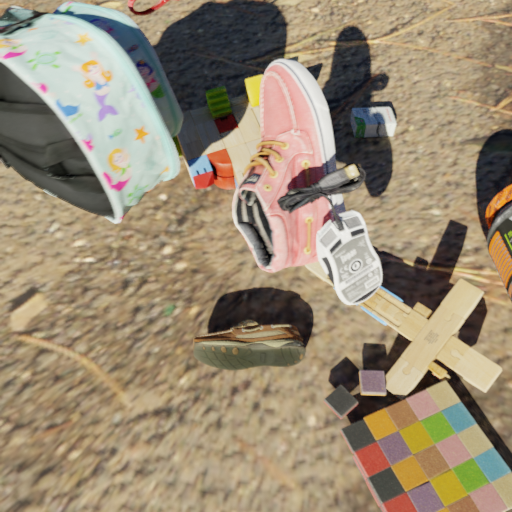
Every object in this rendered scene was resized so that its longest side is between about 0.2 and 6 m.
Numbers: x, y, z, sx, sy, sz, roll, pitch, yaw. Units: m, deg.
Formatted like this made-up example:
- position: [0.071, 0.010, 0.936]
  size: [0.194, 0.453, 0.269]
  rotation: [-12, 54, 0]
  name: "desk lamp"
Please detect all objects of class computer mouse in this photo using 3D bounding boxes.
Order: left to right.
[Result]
- position: [1.065, -0.201, 7.277]
  size: [1.136, 2.072, 0.455]
  rotation: [-31, 36, -10]
  name: "computer mouse"

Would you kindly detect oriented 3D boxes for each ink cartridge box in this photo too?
- position: [2.732, -3.133, 13.130]
  size: [0.930, 0.386, 0.681]
  rotation: [-3, 50, -2]
  name: "ink cartridge box"

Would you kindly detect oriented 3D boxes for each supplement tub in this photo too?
- position: [5.081, 0.198, 9.378]
  size: [1.845, 1.845, 3.011]
  rotation: [-4, 51, -3]
  name: "supplement tub"

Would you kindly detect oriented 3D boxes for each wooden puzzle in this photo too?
- position: [2.485, 2.972, 8.060]
  size: [1.920, 0.227, 3.238]
  rotation: [-19, 55, -15]
  name: "wooden puzzle"

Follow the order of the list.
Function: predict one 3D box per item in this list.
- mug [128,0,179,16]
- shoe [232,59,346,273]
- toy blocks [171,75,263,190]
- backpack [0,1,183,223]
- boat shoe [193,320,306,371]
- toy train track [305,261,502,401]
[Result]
- position: [-1.713, -4.436, 9.136]
  size: [0.979, 0.869, 0.653]
  rotation: [-14, 73, -42]
  name: "mug"
- position: [0.312, -1.240, 7.618]
  size: [1.315, 1.033, 2.890]
  rotation: [-15, 92, -34]
  name: "shoe"
- position: [-0.231, -2.195, 11.750]
  size: [3.336, 1.667, 2.280]
  rotation: [-18, 62, -6]
  name: "toy blocks"
- position: [-2.705, -2.208, 8.641]
  size: [2.617, 3.086, 3.477]
  rotation: [-39, 43, -19]
  name: "backpack"
- position: [-0.120, 1.426, 9.183]
  size: [1.823, 0.690, 0.673]
  rotation: [3, 44, -8]
  name: "boat shoe"
- position: [2.351, 1.014, 9.479]
  size: [3.713, 0.604, 2.130]
  rotation: [36, 86, 34]
  name: "toy train track"
